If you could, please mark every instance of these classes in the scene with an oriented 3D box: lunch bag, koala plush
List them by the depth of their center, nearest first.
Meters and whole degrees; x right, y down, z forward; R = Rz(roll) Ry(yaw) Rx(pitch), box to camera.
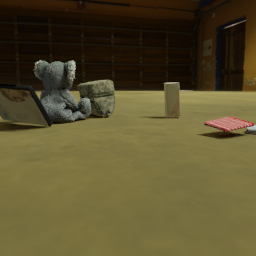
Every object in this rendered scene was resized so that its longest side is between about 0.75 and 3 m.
[{"bbox_3d":[-2.449,-1.351,9.882,1.865,2.103,1.933,8,16,20],"label":"koala plush"},{"bbox_3d":[-1.260,-1.189,11.476,1.168,1.406,1.676,-17,15,-28],"label":"lunch bag"}]

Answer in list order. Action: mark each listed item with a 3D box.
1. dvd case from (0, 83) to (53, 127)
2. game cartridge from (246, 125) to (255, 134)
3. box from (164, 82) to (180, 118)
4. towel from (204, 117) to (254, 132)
[{"bbox_3d":[-3.447,-0.724,8.623,2.080,1.484,0.182,8,48,25],"label":"dvd case"},{"bbox_3d":[3.590,0.043,7.746,0.553,0.172,0.831,8,13,30],"label":"game cartridge"},{"bbox_3d":[1.734,-1.102,11.022,0.526,1.352,0.642,-3,10,1],"label":"box"},{"bbox_3d":[2.659,-0.093,7.371,1.104,0.124,0.798,-10,20,-30],"label":"towel"}]
